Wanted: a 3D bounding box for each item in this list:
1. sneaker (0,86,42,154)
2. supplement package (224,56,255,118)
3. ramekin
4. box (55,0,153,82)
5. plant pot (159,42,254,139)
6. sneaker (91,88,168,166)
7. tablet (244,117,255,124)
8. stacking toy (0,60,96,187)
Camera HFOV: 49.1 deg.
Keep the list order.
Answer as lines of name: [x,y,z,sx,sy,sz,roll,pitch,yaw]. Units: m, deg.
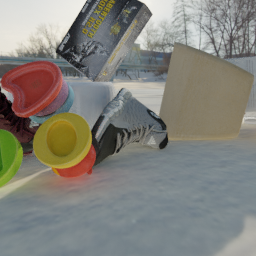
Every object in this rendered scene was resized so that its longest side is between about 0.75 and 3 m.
sneaker: [-2.067,-0.359,4.907,1.328,2.300,0.870,10,46,2]
supplement package: [3.443,-1.238,9.269,2.958,1.729,1.735,-1,-4,16]
ramekin: [-1.619,-0.469,7.136,2.904,1.416,2.904,0,10,0]
box: [-0.902,-3.183,9.504,2.308,2.915,0.704,41,11,30]
plant pot: [1.989,-0.854,7.540,2.041,2.305,2.303,12,11,7]
sneaker: [0.122,0.106,5.495,1.448,0.941,2.507,31,34,-2]
tablet: [5.232,-0.267,9.740,2.207,0.151,1.436,4,10,21]
stacking toy: [-1.509,0.076,4.315,1.835,2.027,0.856,-25,-31,-3]
